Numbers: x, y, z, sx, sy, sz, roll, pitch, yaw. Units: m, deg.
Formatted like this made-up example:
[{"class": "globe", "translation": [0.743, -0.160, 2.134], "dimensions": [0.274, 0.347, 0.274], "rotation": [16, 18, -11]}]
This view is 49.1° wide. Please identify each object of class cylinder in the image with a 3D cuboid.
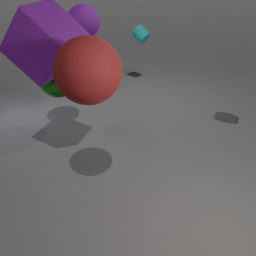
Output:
[{"class": "cylinder", "translation": [0.677, -4.816, 14.382], "dimensions": [0.700, 0.700, 0.700], "rotation": [49, 45, 7]}]

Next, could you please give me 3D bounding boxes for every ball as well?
[{"class": "ball", "translation": [-0.822, -1.167, 5.737], "dimensions": [1.400, 1.400, 1.400], "rotation": [0, 29, 0]}, {"class": "ball", "translation": [-2.614, -1.823, 10.370], "dimensions": [1.400, 1.400, 1.400], "rotation": [0, 29, 0]}, {"class": "ball", "translation": [-1.884, -4.493, 11.833], "dimensions": [1.400, 1.400, 1.400], "rotation": [0, 29, 0]}]

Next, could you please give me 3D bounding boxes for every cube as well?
[{"class": "cube", "translation": [-2.099, -2.198, 7.194], "dimensions": [1.400, 1.400, 1.400], "rotation": [43, 36, -8]}]
